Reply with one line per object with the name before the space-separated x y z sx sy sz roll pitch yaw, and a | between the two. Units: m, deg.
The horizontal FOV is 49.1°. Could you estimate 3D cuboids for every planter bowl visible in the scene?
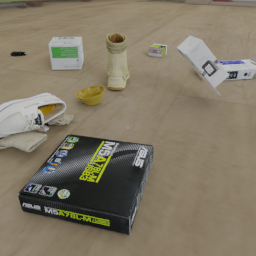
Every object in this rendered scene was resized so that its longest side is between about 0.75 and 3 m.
planter bowl | -1.295 -1.106 10.073 1.066 0.444 1.066 -9 30 5

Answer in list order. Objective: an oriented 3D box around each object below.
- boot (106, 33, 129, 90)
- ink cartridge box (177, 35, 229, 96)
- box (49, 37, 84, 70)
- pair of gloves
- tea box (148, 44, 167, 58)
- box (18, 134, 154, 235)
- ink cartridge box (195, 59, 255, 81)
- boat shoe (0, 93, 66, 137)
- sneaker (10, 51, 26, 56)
boot | -0.439 -2.963 11.702 0.951 2.031 2.613 2 31 4
ink cartridge box | 2.672 -2.155 9.658 0.675 2.023 1.171 -42 24 13
box | -2.955 -3.635 13.593 1.455 1.252 1.462 -2 32 -3
pair of gloves | -3.030 -0.018 8.333 2.132 0.440 2.507 6 29 17
tea box | 1.625 -4.233 15.318 0.790 0.528 0.777 15 34 24
box | -0.767 1.076 6.339 2.338 0.575 2.421 6 31 15
ink cartridge box | 4.560 -2.619 12.618 2.724 0.534 1.354 -5 31 -6
boat shoe | -2.687 -0.317 7.697 0.834 0.847 2.390 21 31 27
sneaker | -5.962 -4.063 15.314 0.812 0.244 0.424 -21 32 -37
